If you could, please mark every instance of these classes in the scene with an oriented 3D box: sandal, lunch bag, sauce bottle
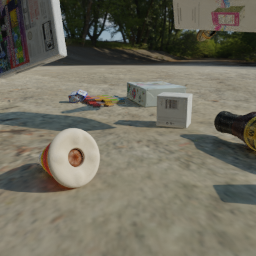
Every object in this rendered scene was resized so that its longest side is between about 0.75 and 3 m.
[{"bbox_3d":[2.806,-3.438,9.689,0.518,0.771,1.919,38,2,9],"label":"sandal"},{"bbox_3d":[-2.248,-1.445,12.668,0.757,0.469,0.644,-7,23,8],"label":"lunch bag"},{"bbox_3d":[3.162,0.160,6.297,0.951,0.951,2.881,-8,14,-26],"label":"sauce bottle"}]

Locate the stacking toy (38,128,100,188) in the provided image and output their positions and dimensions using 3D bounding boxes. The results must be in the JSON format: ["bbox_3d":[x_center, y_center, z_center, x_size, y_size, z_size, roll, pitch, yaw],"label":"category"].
[{"bbox_3d":[-1.292,0.578,5.189,1.388,1.014,1.014,-10,4,45],"label":"stacking toy"}]

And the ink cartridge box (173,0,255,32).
[{"bbox_3d":[2.702,-3.624,7.507,2.607,1.103,1.884,10,62,18],"label":"ink cartridge box"}]

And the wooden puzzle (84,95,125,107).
[{"bbox_3d":[-1.145,-1.313,12.919,1.610,0.191,2.715,-6,16,-21],"label":"wooden puzzle"}]

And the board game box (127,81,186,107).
[{"bbox_3d":[1.207,-1.622,12.894,1.887,0.822,2.557,-4,17,-17],"label":"board game box"}]

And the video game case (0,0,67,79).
[{"bbox_3d":[-2.025,-2.120,5.426,1.802,1.977,0.227,-9,-1,31],"label":"video game case"}]

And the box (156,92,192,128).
[{"bbox_3d":[1.438,-0.568,8.702,0.984,0.989,0.647,7,19,24],"label":"box"}]
